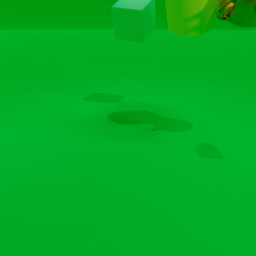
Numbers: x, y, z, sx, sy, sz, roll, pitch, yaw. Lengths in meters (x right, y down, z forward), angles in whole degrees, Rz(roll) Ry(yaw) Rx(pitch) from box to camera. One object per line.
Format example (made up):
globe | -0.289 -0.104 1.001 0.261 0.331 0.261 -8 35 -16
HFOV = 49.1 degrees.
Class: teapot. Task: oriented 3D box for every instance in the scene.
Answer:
teapot | 2.661 -2.839 5.995 1.884 0.922 1.171 -32 69 -5

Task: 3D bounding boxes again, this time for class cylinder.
cylinder | 1.524 -3.047 6.706 1.228 1.228 1.228 -8 46 9

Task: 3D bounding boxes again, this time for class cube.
cube | 0.210 -3.595 9.183 1.080 1.080 1.080 15 49 21
